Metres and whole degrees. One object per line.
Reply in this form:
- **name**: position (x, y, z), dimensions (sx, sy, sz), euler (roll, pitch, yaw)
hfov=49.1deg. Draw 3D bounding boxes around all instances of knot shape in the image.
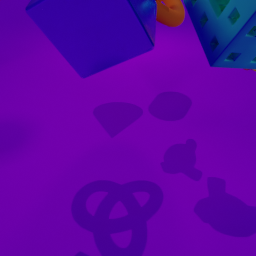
- **knot shape**: position (0.060, -2.258, 4.933), dimensions (1.728, 0.853, 1.847), euler (11, 22, 21)

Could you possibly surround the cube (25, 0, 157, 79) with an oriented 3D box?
- **cube**: position (-0.350, -1.459, 3.396), dimensions (1.060, 1.060, 1.060), euler (-17, 45, 25)

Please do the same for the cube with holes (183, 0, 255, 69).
- **cube with holes**: position (1.440, -1.395, 3.023), dimensions (1.062, 1.062, 1.062), euler (-2, 62, -20)

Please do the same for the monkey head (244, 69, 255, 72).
- **monkey head**: position (2.281, -1.629, 5.125), dimensions (1.761, 1.061, 1.267), euler (42, 13, 4)
